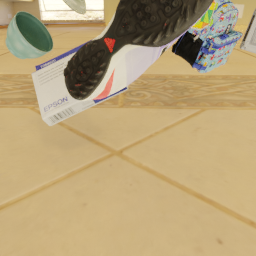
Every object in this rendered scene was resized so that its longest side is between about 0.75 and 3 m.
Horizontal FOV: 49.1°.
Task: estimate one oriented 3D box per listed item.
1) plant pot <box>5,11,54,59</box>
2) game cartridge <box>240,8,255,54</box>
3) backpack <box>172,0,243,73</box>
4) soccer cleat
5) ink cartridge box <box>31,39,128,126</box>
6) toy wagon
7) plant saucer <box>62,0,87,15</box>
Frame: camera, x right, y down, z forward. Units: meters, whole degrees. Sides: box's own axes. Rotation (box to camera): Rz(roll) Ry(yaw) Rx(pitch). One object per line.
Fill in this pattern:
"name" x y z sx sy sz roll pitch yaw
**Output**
"plant pot" -3.381 -2.908 9.282 1.003 1.497 1.497 -27 13 27
"game cartridge" 3.507 -2.557 7.466 0.722 1.083 0.219 13 20 -13
"backpack" 2.744 -3.131 9.037 1.979 2.168 1.459 -24 60 -38
"soccer cleat" 0.143 -1.184 3.834 2.505 0.854 0.917 -33 -12 35
"ink cartridge box" -1.141 -1.190 6.041 1.847 0.376 1.850 -26 59 2
"toy wagon" 1.768 -3.022 6.885 0.862 1.112 0.220 12 20 -5
"plant saucer" -1.496 -3.647 7.549 0.299 1.190 1.190 -33 11 28
